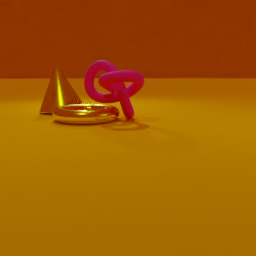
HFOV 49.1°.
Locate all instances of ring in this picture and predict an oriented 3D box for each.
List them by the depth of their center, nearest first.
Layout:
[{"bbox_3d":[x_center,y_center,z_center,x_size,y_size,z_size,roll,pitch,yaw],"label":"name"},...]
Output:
[{"bbox_3d":[-1.238,-0.438,8.385,1.981,0.396,1.981,0,11,0],"label":"ring"}]

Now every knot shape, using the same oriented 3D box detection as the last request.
[{"bbox_3d":[-0.311,-1.197,8.117,0.911,1.971,1.844,-54,12,-26],"label":"knot shape"}]

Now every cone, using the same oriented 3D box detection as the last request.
[{"bbox_3d":[-2.438,-1.455,9.960,1.629,1.635,1.629,-6,9,1],"label":"cone"}]
